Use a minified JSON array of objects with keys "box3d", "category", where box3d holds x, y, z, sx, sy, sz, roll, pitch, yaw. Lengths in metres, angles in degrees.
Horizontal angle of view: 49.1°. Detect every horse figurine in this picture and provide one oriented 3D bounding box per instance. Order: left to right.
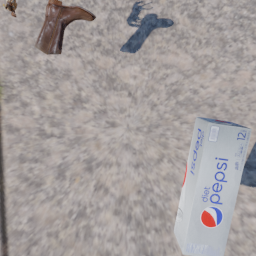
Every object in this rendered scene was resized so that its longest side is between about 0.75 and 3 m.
[{"box3d":[-2.905,-3.237,6.893,0.277,0.736,1.111,-7,96,-5],"category":"horse figurine"}]

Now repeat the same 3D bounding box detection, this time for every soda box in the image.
[{"box3d":[1.505,1.075,5.219,0.780,0.839,2.458,8,99,-3],"category":"soda box"}]

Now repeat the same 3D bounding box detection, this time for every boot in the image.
[{"box3d":[-1.666,-2.537,7.477,1.354,0.467,1.453,14,87,-7],"category":"boot"}]
